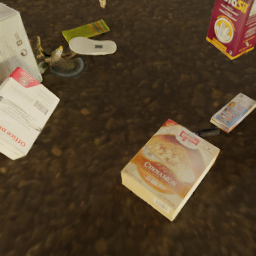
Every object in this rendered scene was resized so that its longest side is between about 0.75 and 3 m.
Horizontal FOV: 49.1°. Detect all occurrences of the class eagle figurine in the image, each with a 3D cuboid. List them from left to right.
[{"bbox_3d":[-2.466,-2.533,10.250,1.774,1.339,1.346,10,92,-29],"label":"eagle figurine"}]

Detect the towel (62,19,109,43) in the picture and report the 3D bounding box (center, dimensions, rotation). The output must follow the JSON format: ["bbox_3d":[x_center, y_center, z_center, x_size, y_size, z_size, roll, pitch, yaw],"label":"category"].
[{"bbox_3d":[-1.777,-4.110,11.865,1.877,0.169,0.808,-24,55,-17],"label":"towel"}]

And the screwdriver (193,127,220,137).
[{"bbox_3d":[1.769,0.249,8.590,2.099,0.305,0.293,-10,55,3],"label":"screwdriver"}]

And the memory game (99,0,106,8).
[{"bbox_3d":[-0.694,-3.656,7.373,0.058,0.918,0.918,-10,53,-13],"label":"memory game"}]

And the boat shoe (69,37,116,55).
[{"bbox_3d":[-1.000,-2.293,7.923,1.305,0.429,0.470,-5,94,-13],"label":"boat shoe"}]

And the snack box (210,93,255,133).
[{"bbox_3d":[3.413,-0.522,8.951,0.660,0.223,1.836,39,54,24],"label":"snack box"}]

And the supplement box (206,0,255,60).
[{"bbox_3d":[3.268,-3.375,8.238,0.974,2.274,1.255,-28,59,-16],"label":"supplement box"}]

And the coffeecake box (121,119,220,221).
[{"bbox_3d":[1.135,1.040,7.513,1.653,0.787,2.154,33,61,22],"label":"coffeecake box"}]

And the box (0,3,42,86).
[{"bbox_3d":[-4.656,-2.287,8.887,2.227,2.586,2.599,33,58,29],"label":"box"}]

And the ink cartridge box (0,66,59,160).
[{"bbox_3d":[-3.238,-0.416,8.095,0.913,1.568,2.166,-21,37,43],"label":"ink cartridge box"}]
